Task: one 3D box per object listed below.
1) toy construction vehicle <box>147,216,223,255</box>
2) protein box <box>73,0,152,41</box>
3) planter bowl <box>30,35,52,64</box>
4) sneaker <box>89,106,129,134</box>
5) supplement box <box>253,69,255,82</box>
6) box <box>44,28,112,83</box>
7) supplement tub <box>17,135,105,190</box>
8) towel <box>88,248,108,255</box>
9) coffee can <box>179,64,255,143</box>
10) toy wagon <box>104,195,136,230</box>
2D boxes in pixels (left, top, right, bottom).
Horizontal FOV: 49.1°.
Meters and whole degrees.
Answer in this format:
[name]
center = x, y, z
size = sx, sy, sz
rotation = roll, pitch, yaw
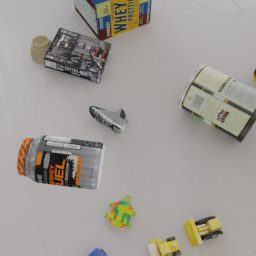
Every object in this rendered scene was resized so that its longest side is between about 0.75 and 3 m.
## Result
[toy construction vehicle]
center = 1.856, 3.655, 7.893
size = 2.357, 0.830, 2.052
rotation = -12, 59, -7
[protein box]
center = -0.820, -6.198, 13.424
size = 2.868, 1.949, 2.889
rotation = -26, 61, -15
[planter bowl]
center = -3.783, -3.556, 12.443
size = 1.229, 0.827, 1.229
rotation = 0, 58, 0
[sneaker]
center = -0.658, -0.517, 10.735
size = 1.588, 0.596, 0.917
rotation = 36, 59, 9
[supplement box]
center = 6.729, -2.024, 11.268
size = 2.692, 1.153, 1.485
rotation = -1, 58, -1
[box]
center = -2.110, -3.146, 12.040
size = 2.450, 0.610, 1.932
rotation = 16, 59, -4
[supplement tub]
center = -1.448, 0.748, 6.252
size = 1.763, 1.080, 1.080
rotation = 7, 58, -2
[towel]
center = -0.644, 4.908, 7.411
size = 2.007, 0.331, 2.773
rotation = -38, 65, -20
[coffee can]
center = 3.423, -0.924, 10.148
size = 2.564, 1.876, 1.876
rotation = 33, 64, 19
[toy wagon]
center = -0.194, 2.627, 8.902
size = 0.881, 0.225, 1.135
rotation = 19, 60, 11
